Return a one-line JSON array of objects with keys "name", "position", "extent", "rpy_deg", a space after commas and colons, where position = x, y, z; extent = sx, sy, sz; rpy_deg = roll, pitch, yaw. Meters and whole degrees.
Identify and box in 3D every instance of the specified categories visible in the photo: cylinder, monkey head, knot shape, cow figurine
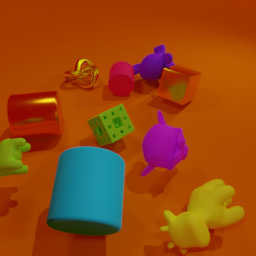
[{"name": "cylinder", "position": [-0.227, -1.775, 10.064], "extent": [0.920, 0.920, 0.920], "rpy_deg": [1, 41, 1]}, {"name": "monkey head", "position": [0.921, 0.472, 6.891], "extent": [1.007, 1.203, 1.672], "rpy_deg": [13, 85, 29]}, {"name": "monkey head", "position": [0.997, -2.444, 10.336], "extent": [1.958, 1.409, 1.180], "rpy_deg": [-10, -7, 41]}, {"name": "knot shape", "position": [-1.787, -2.053, 10.599], "extent": [1.342, 0.663, 1.434], "rpy_deg": [-10, 43, -7]}, {"name": "cylinder", "position": [-0.780, 1.272, 5.522], "extent": [1.378, 1.378, 1.378], "rpy_deg": [2, 59, 2]}, {"name": "cow figurine", "position": [-2.802, 0.782, 6.117], "extent": [1.167, 0.651, 1.186], "rpy_deg": [-4, 64, 3]}, {"name": "cylinder", "position": [-2.634, -0.374, 8.121], "extent": [1.318, 1.318, 1.318], "rpy_deg": [-6, 41, -8]}, {"name": "cow figurine", "position": [1.460, 1.763, 5.765], "extent": [1.659, 0.925, 1.686], "rpy_deg": [-25, 0, 4]}]

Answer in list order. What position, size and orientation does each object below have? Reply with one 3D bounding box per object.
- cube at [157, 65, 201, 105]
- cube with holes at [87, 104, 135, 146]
[{"name": "cube", "position": [1.736, -1.483, 9.505], "extent": [0.996, 0.996, 0.996], "rpy_deg": [25, 29, 27]}, {"name": "cube with holes", "position": [-0.487, -0.078, 7.887], "extent": [0.818, 0.818, 0.818], "rpy_deg": [-30, 7, -32]}]
